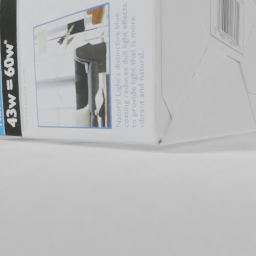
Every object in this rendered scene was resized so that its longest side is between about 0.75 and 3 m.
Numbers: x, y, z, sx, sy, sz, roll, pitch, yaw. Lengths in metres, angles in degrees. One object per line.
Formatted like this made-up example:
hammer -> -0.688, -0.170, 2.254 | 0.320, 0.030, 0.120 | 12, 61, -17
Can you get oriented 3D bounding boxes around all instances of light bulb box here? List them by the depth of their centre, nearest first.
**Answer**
light bulb box -> -0.093, -0.688, 3.318 | 2.549, 1.591, 2.526 | 1, 2, 37
